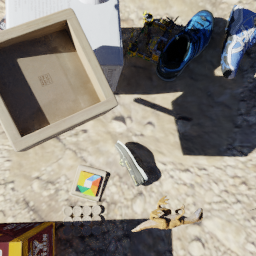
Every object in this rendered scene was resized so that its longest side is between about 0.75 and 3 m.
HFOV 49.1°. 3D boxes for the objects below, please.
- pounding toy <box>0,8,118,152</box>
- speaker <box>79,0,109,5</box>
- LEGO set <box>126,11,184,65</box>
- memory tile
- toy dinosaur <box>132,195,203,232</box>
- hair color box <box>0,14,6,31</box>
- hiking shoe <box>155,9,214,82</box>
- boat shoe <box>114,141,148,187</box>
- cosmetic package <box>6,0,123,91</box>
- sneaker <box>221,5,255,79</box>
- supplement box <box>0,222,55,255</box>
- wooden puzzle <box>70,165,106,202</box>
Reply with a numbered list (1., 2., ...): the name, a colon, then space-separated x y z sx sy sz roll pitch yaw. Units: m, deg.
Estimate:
1. pounding toy: -1.984 -0.869 5.637 2.552 1.814 2.349 -26 92 -15
2. speaker: -0.751 -3.577 5.708 0.769 1.895 0.769 0 48 0
3. LEGO set: 0.764 -2.939 8.805 1.373 1.035 1.786 33 82 5
4. memory tile: -1.363 2.758 8.336 1.148 0.096 0.880 -2 81 -1
5. toy dinosaur: 0.625 1.741 5.228 1.540 0.465 0.818 -14 121 16
6. hair color box: -3.825 -3.464 9.248 0.558 0.337 1.099 31 81 6
7. hiking shoe: 1.917 -2.653 8.679 1.016 1.184 2.732 34 82 5
8. boat shoe: 0.009 1.069 8.397 0.443 0.529 1.481 -35 86 -11
9. cosmetic package: -1.692 -2.391 7.892 2.791 2.335 2.321 -3 81 -8
10. sneaker: 3.541 -2.713 8.818 0.951 0.934 2.468 14 82 6
11. supplement box: -3.463 3.467 6.923 2.662 2.626 1.768 -1 81 0
12. wooden puzzle: -1.203 1.673 8.473 0.893 0.180 0.965 15 81 3
